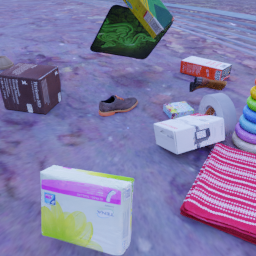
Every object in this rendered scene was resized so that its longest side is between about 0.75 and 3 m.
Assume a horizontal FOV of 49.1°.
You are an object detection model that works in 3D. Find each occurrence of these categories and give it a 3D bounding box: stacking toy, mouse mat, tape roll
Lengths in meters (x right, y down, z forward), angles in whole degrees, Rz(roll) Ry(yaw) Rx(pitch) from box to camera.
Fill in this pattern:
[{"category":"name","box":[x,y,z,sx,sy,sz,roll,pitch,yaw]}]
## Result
[{"category":"stacking toy","box":[3.454,-0.666,7.112,1.118,2.620,1.118,0,31,0]},{"category":"mouse mat","box":[0.152,-3.793,11.506,2.960,2.382,0.111,1,59,-32]},{"category":"tape roll","box":[2.497,-0.346,7.913,0.412,1.247,1.247,-9,32,-16]}]

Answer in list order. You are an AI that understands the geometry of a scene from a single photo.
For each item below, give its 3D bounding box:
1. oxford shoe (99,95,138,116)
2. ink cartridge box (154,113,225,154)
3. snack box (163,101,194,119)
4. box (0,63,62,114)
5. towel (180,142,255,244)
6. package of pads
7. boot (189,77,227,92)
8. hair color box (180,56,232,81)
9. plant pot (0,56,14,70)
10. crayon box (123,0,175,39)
[{"category":"oxford shoe","box":[-0.289,-0.847,9.434,1.516,0.550,0.540,-21,37,-31]},{"category":"ink cartridge box","box":[1.610,0.106,7.506,1.529,0.638,1.111,-14,16,-20]},{"category":"snack box","box":[1.665,-0.591,9.275,0.807,0.273,0.680,-8,33,-16]},{"category":"box","box":[-3.304,-1.386,9.607,1.568,1.301,1.288,8,32,13]},{"category":"towel","box":[2.520,1.288,6.117,2.018,0.314,2.791,17,35,24]},{"category":"package of pads","box":[-0.703,1.352,4.669,1.566,1.210,0.534,6,11,19]},{"category":"boot","box":[2.598,-1.389,9.243,1.021,0.961,0.350,6,68,-6]},{"category":"hair color box","box":[3.398,-2.623,12.350,1.961,0.600,0.995,24,38,35]},{"category":"plant pot","box":[-6.032,-3.161,13.390,1.015,0.468,1.015,1,31,-1]},{"category":"crayon box","box":[0.484,-3.909,8.815,0.525,2.069,1.313,-42,10,-2]}]
